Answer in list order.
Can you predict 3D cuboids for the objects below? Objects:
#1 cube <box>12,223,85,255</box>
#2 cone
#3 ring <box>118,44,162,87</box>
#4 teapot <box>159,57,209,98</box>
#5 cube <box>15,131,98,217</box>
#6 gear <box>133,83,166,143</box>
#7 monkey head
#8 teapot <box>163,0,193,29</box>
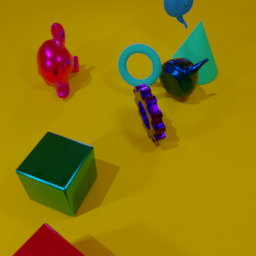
[{"bbox_3d":[-1.138,2.351,4.093,1.126,1.126,1.126,29,54,24],"label":"cube"},{"bbox_3d":[1.963,-2.346,8.047,1.568,1.574,1.568,0,48,1],"label":"cone"},{"bbox_3d":[0.289,-1.556,7.096,1.140,1.140,0.228,14,32,12],"label":"ring"},{"bbox_3d":[1.414,-1.393,7.329,0.862,1.760,1.095,-42,100,-19],"label":"teapot"},{"bbox_3d":[-1.319,0.894,5.471,1.048,1.048,1.048,17,50,15],"label":"cube"},{"bbox_3d":[0.479,-0.328,6.360,0.249,1.344,1.344,-20,50,-6],"label":"gear"},{"bbox_3d":[-1.842,-1.821,7.821,1.417,1.969,1.187,-9,11,-35],"label":"monkey head"},{"bbox_3d":[1.426,-3.403,7.646,0.844,1.357,0.664,-28,38,-16],"label":"teapot"}]
